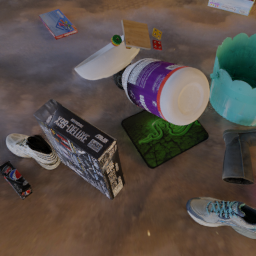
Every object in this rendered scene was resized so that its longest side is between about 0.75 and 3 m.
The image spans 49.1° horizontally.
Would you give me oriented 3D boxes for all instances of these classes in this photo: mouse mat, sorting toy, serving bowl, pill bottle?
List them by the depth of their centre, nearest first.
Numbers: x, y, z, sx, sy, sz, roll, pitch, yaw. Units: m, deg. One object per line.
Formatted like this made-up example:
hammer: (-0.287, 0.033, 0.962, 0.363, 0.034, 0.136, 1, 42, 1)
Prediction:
sorting toy: (0.215, -2.307, 7.088, 1.493, 0.252, 0.720, -1, 75, -28)
pill bottle: (0.811, -1.029, 7.189, 1.351, 1.351, 2.402, -27, 31, -20)
mouse mat: (1.266, 0.051, 9.556, 2.512, 0.095, 2.021, -26, 67, -19)
serving bowl: (-0.622, -2.659, 10.769, 2.841, 0.935, 2.841, -30, 19, 11)

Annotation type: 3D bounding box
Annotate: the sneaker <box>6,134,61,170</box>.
sneaker: (-3.074, 0.441, 8.777, 2.062, 1.186, 0.778, 22, 55, 17)

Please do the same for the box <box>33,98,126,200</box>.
box: (-1.194, 0.692, 7.611, 2.149, 2.726, 0.678, 31, 65, 23)

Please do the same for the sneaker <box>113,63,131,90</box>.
sneaker: (0.941, -2.008, 10.823, 2.881, 1.094, 1.308, 16, 48, 10)

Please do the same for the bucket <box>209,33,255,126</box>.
bucket: (4.406, -1.699, 9.936, 3.094, 2.013, 3.094, 0, 52, 0)

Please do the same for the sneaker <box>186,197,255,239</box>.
sneaker: (2.699, 2.215, 7.545, 2.186, 0.944, 0.848, 12, 53, 9)

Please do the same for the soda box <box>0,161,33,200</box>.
soda box: (-3.367, 1.551, 8.387, 1.226, 0.434, 0.388, 37, 58, 25)

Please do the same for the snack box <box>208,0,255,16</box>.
snack box: (5.731, -7.216, 14.951, 2.182, 0.875, 2.587, 23, 54, 15)

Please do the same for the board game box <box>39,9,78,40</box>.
board game box: (-3.452, -5.122, 13.743, 1.124, 0.212, 2.184, -27, 56, -18)

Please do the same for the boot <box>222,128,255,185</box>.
boot: (3.764, 0.881, 8.772, 1.676, 0.669, 1.843, -4, 44, 15)
